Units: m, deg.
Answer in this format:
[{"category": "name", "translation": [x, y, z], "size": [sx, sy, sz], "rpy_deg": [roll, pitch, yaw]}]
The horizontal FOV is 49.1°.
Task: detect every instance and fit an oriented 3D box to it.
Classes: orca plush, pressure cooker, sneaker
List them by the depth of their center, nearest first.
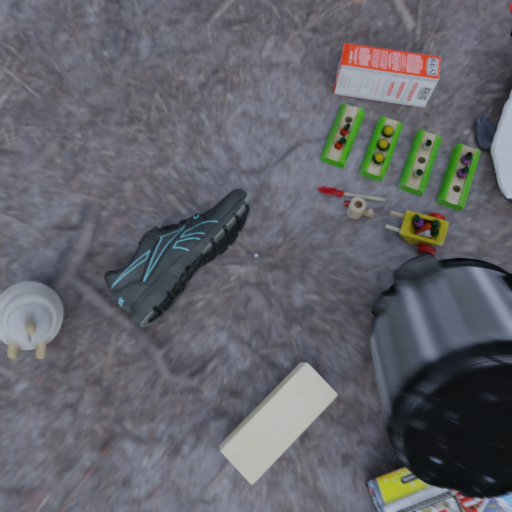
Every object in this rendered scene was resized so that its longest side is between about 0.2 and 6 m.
[{"category": "pressure cooker", "translation": [2.589, 1.281, 7.024], "size": [2.331, 2.610, 2.295], "rpy_deg": [11, 118, -2]}, {"category": "sneaker", "translation": [-1.134, -0.180, 8.370], "size": [1.031, 0.981, 2.601], "rpy_deg": [41, 77, 13]}, {"category": "orca plush", "translation": [4.590, -2.308, 9.180], "size": [1.721, 1.163, 3.271], "rpy_deg": [-20, 63, 41]}]

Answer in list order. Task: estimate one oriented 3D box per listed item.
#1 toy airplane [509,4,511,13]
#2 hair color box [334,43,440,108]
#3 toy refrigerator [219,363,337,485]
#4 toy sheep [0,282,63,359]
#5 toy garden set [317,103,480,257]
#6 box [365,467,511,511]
[{"category": "toy airplane", "translation": [5.595, -4.358, 9.910], "size": [2.008, 0.369, 2.008], "rpy_deg": [-1, 74, 2]}, {"category": "hair color box", "translation": [2.139, -2.972, 9.276], "size": [1.570, 0.797, 0.481], "rpy_deg": [10, 71, 2]}, {"category": "toy refrigerator", "translation": [0.299, 2.305, 7.849], "size": [1.670, 0.584, 0.634], "rpy_deg": [-44, 86, -11]}, {"category": "toy sheep", "translation": [-3.204, 0.870, 7.887], "size": [1.040, 1.509, 1.040], "rpy_deg": [-7, 104, -29]}, {"category": "toy garden set", "translation": [2.193, -1.264, 8.933], "size": [2.426, 0.484, 2.022], "rpy_deg": [21, 75, 6]}, {"category": "box", "translation": [3.613, 3.494, 7.164], "size": [3.680, 0.693, 2.513], "rpy_deg": [-20, 66, -3]}]
